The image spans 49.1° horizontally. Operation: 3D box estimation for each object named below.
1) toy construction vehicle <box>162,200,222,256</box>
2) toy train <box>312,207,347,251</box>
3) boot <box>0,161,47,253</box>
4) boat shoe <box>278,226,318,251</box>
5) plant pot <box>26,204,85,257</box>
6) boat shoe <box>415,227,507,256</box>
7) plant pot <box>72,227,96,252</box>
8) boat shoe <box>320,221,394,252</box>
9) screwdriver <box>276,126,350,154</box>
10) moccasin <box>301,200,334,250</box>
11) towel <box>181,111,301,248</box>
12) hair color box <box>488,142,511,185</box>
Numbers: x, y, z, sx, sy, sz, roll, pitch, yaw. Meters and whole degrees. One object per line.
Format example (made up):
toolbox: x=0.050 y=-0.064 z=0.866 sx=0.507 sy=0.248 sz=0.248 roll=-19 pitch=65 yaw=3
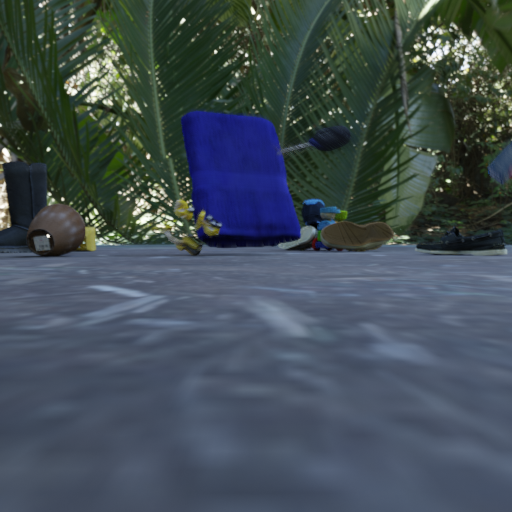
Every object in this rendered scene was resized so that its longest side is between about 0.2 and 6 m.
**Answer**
toy construction vehicle: x=-1.291 y=-0.498 z=10.837 sx=1.088 sy=0.947 sz=0.383 roll=38 pitch=39 yaw=16
toy train: x=2.541 y=-0.786 z=16.797 sx=0.935 sy=1.278 sz=2.209 roll=2 pitch=2 yaw=35
boot: x=-6.089 y=-1.223 z=13.944 sx=0.752 sy=2.290 sz=1.888 roll=1 pitch=2 yaw=36
boat shoe: x=1.371 y=-0.480 z=17.359 sx=0.590 sy=0.705 sz=1.974 roll=22 pitch=-16 yaw=-25
plant pot: x=-3.737 y=-0.371 z=10.199 sx=0.978 sy=0.978 sz=1.046 roll=0 pitch=16 yaw=-1
boat shoe: x=4.129 y=-0.306 z=11.384 sx=1.778 sy=0.590 sz=0.665 roll=1 pitch=2 yaw=37
plant pot: x=-4.828 y=-0.411 z=15.455 sx=0.670 sy=0.675 sz=0.690 roll=0 pitch=12 yaw=-7
boat shoe: x=2.646 y=-0.422 z=15.112 sx=2.315 sy=0.835 sz=0.752 roll=-6 pitch=-32 yaw=-31
screwdriver: x=0.902 y=-2.033 z=9.986 sx=0.377 sy=0.393 sz=2.699 roll=4 pitch=7 yaw=-21
moccasin: x=1.948 y=-0.753 z=17.733 sx=1.103 sy=0.935 sz=2.742 roll=-8 pitch=-28 yaw=24
towel: x=-0.406 y=-1.617 z=12.058 sx=2.284 sy=3.093 sz=0.766 roll=0 pitch=-25 yaw=-25
hair color box: x=4.574 y=-1.831 z=9.714 sx=0.357 sy=1.180 sz=0.590 roll=44 pitch=14 yaw=18
